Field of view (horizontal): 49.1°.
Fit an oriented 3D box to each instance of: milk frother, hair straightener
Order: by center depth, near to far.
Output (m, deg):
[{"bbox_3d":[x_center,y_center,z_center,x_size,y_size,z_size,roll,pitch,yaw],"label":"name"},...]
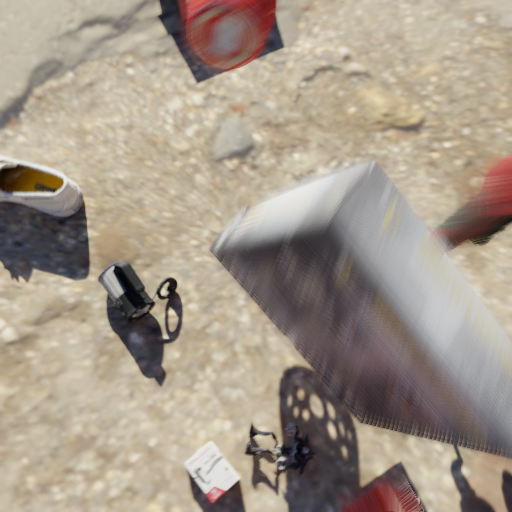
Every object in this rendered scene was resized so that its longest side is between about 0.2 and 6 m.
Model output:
[{"bbox_3d":[3.546,-0.640,7.751,1.420,3.691,0.755,-9,61,-27],"label":"hair straightener"},{"bbox_3d":[-2.125,0.514,10.189,0.983,0.943,1.045,51,35,15],"label":"milk frother"}]

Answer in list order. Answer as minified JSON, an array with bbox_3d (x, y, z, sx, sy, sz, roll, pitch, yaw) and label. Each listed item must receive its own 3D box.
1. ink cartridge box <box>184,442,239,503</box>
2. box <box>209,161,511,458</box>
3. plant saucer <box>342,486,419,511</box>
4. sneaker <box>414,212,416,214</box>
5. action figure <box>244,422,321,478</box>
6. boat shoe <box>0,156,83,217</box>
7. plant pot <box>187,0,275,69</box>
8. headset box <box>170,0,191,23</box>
[{"bbox_3d":[-0.734,3.557,9.248,0.573,0.324,0.781,-39,76,-11],"label":"ink cartridge box"},{"bbox_3d":[1.428,0.816,7.296,3.796,3.006,0.917,49,64,-14],"label":"box"},{"bbox_3d":[1.004,3.460,6.589,1.874,1.871,0.344,-30,75,-11],"label":"plant saucer"},{"bbox_3d":[2.330,0.142,10.105,0.908,0.958,2.333,16,72,6],"label":"sneaker"},{"bbox_3d":[0.463,3.177,9.230,1.264,0.645,0.751,11,60,6],"label":"action figure"},{"bbox_3d":[-4.779,-1.486,10.648,2.845,0.993,1.009,16,72,6],"label":"boat shoe"},{"bbox_3d":[-0.405,-3.500,8.234,1.258,1.258,1.145,10,51,4],"label":"plant pot"},{"bbox_3d":[-1.177,-6.423,12.405,2.402,0.928,1.787,-26,73,-8],"label":"headset box"}]
